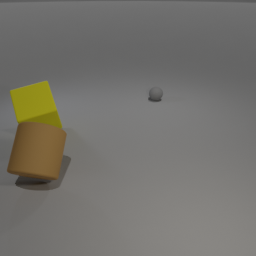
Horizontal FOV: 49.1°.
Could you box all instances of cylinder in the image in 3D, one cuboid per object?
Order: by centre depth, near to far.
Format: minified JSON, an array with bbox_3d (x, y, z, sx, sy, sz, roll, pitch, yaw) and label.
[{"bbox_3d":[-2.582,0.690,8.041,1.400,1.400,1.400,7,-16,2],"label":"cylinder"}]

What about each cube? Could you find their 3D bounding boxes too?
[{"bbox_3d":[-3.427,-0.676,10.568,1.400,1.400,1.400,-18,65,-12],"label":"cube"}]

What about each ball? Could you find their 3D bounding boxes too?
[{"bbox_3d":[1.404,-1.727,14.054,0.700,0.700,0.700,0,28,0],"label":"ball"}]
